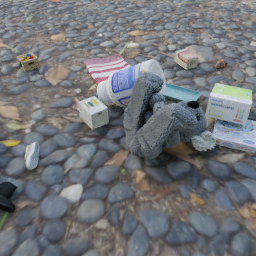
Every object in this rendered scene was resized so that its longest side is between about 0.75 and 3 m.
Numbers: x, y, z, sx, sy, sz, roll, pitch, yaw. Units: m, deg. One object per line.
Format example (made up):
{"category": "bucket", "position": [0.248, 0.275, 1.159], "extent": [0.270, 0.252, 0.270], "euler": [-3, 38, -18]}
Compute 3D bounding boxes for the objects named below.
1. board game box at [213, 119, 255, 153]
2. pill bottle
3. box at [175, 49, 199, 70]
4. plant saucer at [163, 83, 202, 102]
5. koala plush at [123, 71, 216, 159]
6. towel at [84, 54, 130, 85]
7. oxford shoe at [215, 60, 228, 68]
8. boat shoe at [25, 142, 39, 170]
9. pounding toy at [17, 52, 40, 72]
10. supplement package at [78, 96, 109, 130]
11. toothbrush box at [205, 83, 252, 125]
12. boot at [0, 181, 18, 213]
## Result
{"category": "board game box", "position": [4.045, 0.161, 10.606], "extent": [1.565, 0.322, 1.561], "euler": [14, 42, 16]}
{"category": "pill bottle", "position": [0.078, -1.703, 11.390], "extent": [2.610, 1.463, 1.463], "euler": [-12, 32, 31]}
{"category": "box", "position": [3.107, -3.673, 14.926], "extent": [0.717, 0.611, 1.122], "euler": [-19, 44, -21]}
{"category": "plant saucer", "position": [1.812, -1.686, 12.826], "extent": [2.912, 0.276, 1.018], "euler": [20, 44, 25]}
{"category": "koala plush", "position": [1.586, -0.195, 9.878], "extent": [2.924, 2.687, 2.593], "euler": [-1, 42, -34]}
{"category": "towel", "position": [-0.858, -2.915, 14.264], "extent": [2.100, 0.332, 2.915], "euler": [-16, 43, -17]}
{"category": "oxford shoe", "position": [4.937, -3.345, 14.769], "extent": [0.351, 0.344, 0.964], "euler": [35, 51, 28]}
{"category": "boat shoe", "position": [-3.333, 0.995, 9.624], "extent": [0.386, 0.448, 1.244], "euler": [-20, 34, 7]}
{"category": "pounding toy", "position": [-5.296, -3.488, 14.595], "extent": [1.073, 0.763, 0.987], "euler": [-27, 47, -28]}
{"category": "supplement package", "position": [-1.377, -0.613, 11.181], "extent": [0.772, 0.766, 1.017], "euler": [-25, 46, -27]}
{"category": "toothbrush box", "position": [4.052, -1.017, 11.190], "extent": [1.510, 0.893, 2.074], "euler": [15, 25, 17]}
{"category": "boot", "position": [-3.600, 2.040, 8.377], "extent": [0.976, 0.361, 0.800], "euler": [10, 40, 17]}
